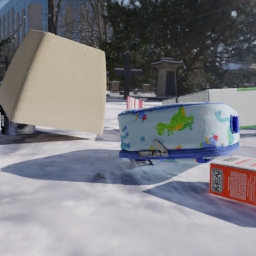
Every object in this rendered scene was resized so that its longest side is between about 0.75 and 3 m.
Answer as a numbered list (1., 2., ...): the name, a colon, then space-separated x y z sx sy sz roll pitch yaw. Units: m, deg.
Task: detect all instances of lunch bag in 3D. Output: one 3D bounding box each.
1. lunch bag: 1.067 0.088 5.262 1.978 1.015 2.461 -5 -2 24

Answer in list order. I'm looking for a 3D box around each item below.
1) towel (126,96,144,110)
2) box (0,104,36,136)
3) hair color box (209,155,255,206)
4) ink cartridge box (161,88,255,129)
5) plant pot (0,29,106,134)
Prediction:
1. towel: 0.311 -0.899 11.226 0.853 0.615 0.097 15 -28 -29
2. box: -3.735 -0.309 9.530 1.013 1.021 0.629 -6 8 -38
3. hair color box: 1.856 0.694 3.457 0.754 0.455 1.485 -6 9 -43
4. ink cartridge box: 2.664 -0.538 9.174 2.110 1.196 2.878 -5 2 -18
5. plant pot: -2.140 -1.498 8.461 2.680 2.376 2.684 10 13 -35
